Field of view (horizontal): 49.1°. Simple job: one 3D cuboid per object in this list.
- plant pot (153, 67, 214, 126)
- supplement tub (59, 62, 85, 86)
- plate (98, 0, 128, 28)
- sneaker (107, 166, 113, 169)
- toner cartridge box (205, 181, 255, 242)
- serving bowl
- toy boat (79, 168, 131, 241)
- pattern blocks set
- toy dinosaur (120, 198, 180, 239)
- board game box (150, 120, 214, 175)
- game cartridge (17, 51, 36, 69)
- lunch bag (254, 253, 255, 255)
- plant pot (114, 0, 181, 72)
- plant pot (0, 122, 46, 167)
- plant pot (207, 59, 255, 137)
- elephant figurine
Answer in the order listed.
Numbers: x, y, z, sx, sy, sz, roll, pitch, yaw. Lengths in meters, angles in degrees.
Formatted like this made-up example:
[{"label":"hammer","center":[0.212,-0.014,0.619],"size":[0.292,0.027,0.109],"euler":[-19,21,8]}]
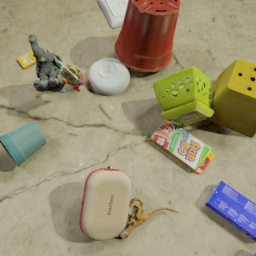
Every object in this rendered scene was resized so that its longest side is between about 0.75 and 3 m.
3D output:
[{"label":"plant pot","center":[2.216,-1.077,10.778],"size":[1.796,1.787,1.630],"euler":[-19,67,34]},{"label":"supplement tub","center":[-2.463,-2.217,11.699],"size":[1.203,0.737,0.737],"euler":[19,55,-40]},{"label":"plate","center":[-0.171,-6.287,14.348],"size":[2.264,0.366,2.259],"euler":[-20,65,-9]},{"label":"sneaker","center":[-0.470,2.035,10.287],"size":[0.770,0.504,1.332],"euler":[30,29,-28]},{"label":"toner cartridge box","center":[3.893,2.906,9.813],"size":[2.112,0.456,1.003],"euler":[36,68,15]},{"label":"serving bowl","center":[-0.857,-2.376,12.297],"size":[1.908,0.628,1.908],"euler":[0,63,0]},{"label":"toy boat","center":[-0.895,2.489,9.518],"size":[1.567,1.570,2.402],"euler":[9,90,-24]},{"label":"pattern blocks set","center":[-2.028,-1.765,9.599],"size":[1.131,0.994,0.092],"euler":[34,55,-8]},{"label":"toy dinosaur","center":[0.552,2.996,9.799],"size":[2.152,0.650,1.143],"euler":[-31,91,-7]},{"label":"board game box","center":[2.142,0.712,10.983],"size":[2.366,0.355,1.130],"euler":[37,70,13]},{"label":"game cartridge","center":[-4.611,-3.169,12.956],"size":[0.817,0.133,0.720],"euler":[-35,69,-15]},{"label":"lunch bag","center":[4.370,4.625,8.771],"size":[1.122,0.841,1.320],"euler":[-42,81,-18]},{"label":"plant pot","center":[0.904,-4.286,11.849],"size":[2.738,2.663,2.738],"euler":[4,57,-6]},{"label":"plant pot","center":[-3.928,0.521,10.566],"size":[1.350,1.378,1.378],"euler":[-36,69,-24]},{"label":"plant pot","center":[4.542,-1.360,11.047],"size":[2.250,1.985,2.250],"euler":[23,66,11]},{"label":"elephant figurine","center":[-3.036,-2.391,10.623],"size":[1.342,1.472,1.897],"euler":[-12,81,-34]}]
